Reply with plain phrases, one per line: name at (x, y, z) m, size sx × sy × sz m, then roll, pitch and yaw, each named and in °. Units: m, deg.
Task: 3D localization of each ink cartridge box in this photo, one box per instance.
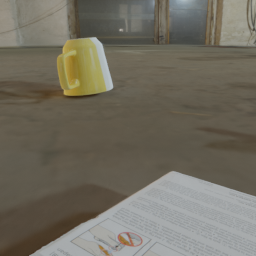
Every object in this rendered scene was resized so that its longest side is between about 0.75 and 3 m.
ink cartridge box at (0.753, 1.193, 2.333) m, size 2.091 × 0.651 × 2.599 m, roll 14°, pitch 16°, yaw 30°

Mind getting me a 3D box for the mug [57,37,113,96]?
mug at (-1.588, -2.326, 10.492) m, size 1.929 × 1.977 × 2.408 m, roll -8°, pitch 17°, yaw -8°
